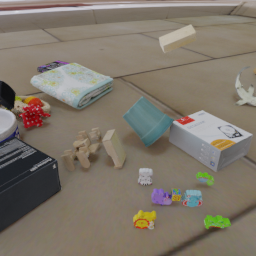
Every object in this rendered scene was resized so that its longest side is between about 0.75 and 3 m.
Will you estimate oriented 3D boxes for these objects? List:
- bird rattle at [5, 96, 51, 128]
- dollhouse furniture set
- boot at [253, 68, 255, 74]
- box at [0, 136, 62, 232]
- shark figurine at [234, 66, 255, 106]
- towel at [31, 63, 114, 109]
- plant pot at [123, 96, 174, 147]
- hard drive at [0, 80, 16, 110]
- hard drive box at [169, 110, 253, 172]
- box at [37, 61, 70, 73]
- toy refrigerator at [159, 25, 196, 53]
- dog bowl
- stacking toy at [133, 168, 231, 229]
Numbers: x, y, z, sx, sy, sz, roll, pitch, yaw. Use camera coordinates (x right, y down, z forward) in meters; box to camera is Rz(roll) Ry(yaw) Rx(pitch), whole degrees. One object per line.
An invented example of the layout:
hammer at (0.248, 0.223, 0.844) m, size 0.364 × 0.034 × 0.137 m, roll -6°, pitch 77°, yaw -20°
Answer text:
bird rattle at (-3.319, -0.776, 9.459) m, size 1.968 × 1.109 × 1.605 m, roll 16°, pitch 18°, yaw 19°
dollhouse furniture set at (-0.833, 0.646, 7.450) m, size 1.333 × 0.868 × 1.225 m, roll -13°, pitch 25°, yaw 21°
boot at (6.063, -2.441, 12.777) m, size 0.868 × 0.406 × 1.116 m, roll -19°, pitch 40°, yaw -31°
box at (-2.898, 1.275, 5.945) m, size 1.679 × 0.938 × 2.379 m, roll 19°, pitch 35°, yaw 35°
shark figurine at (4.395, -1.452, 10.703) m, size 1.057 × 1.769 × 0.738 m, roll -23°, pitch -16°, yaw 17°
towel at (-2.071, -1.741, 11.080) m, size 2.247 × 0.632 × 2.625 m, roll 24°, pitch 34°, yaw 19°
plant pot at (0.505, -0.229, 7.888) m, size 1.095 × 1.118 × 1.118 m, roll 44°, pitch 38°, yaw -2°
hard drive at (-3.237, -0.877, 7.414) m, size 0.185 × 0.874 × 0.590 m, roll -3°, pitch 73°, yaw 3°
hard drive box at (2.263, 0.291, 7.866) m, size 1.380 × 0.680 × 1.771 m, roll -20°, pitch 36°, yaw -31°
box at (-3.616, -2.994, 13.864) m, size 1.005 × 0.254 × 1.406 m, roll 19°, pitch 34°, yaw 30°
toy refrigerator at (1.484, -2.645, 8.358) m, size 1.027 × 0.359 × 0.390 m, roll -22°, pitch 60°, yaw 3°
dog bowl at (-4.132, 0.207, 7.908) m, size 1.975 × 0.778 × 1.975 m, roll 0°, pitch 31°, yaw 0°
stacking toy at (1.076, 1.539, 6.064) m, size 1.889 × 0.444 × 1.424 m, roll 3°, pitch 32°, yaw 1°
